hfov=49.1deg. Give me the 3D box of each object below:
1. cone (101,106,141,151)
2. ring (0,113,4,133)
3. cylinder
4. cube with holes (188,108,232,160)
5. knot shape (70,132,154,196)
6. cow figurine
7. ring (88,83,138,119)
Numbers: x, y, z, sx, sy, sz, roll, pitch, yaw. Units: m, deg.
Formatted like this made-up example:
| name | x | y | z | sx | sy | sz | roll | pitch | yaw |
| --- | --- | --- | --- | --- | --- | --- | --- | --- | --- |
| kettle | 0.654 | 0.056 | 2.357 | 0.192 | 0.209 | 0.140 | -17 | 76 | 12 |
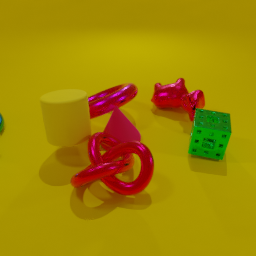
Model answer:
| name | x | y | z | sx | sy | sz | roll | pitch | yaw |
| --- | --- | --- | --- | --- | --- | --- | --- | --- | --- |
| cone | -0.227 | -0.116 | 6.596 | 1.019 | 1.023 | 1.019 | -3 | 42 | 3 |
| ring | -4.035 | -0.167 | 7.067 | 1.681 | 0.336 | 1.681 | 14 | 32 | -9 |
| cylinder | -1.341 | -0.242 | 6.136 | 0.999 | 0.999 | 0.999 | -3 | 23 | 1 |
| cube with holes | 1.861 | 0.126 | 6.430 | 0.781 | 0.781 | 0.781 | 11 | 36 | 10 |
| knot shape | -0.336 | 0.643 | 5.729 | 1.657 | 0.766 | 1.551 | -8 | 33 | 0 |
| cow figurine | 1.375 | -0.801 | 7.915 | 1.534 | 0.842 | 1.509 | -7 | 36 | 16 |
| ring | -0.663 | -0.707 | 7.481 | 1.979 | 0.396 | 1.979 | -21 | 14 | 6 |
